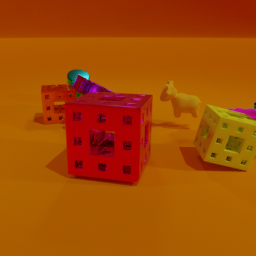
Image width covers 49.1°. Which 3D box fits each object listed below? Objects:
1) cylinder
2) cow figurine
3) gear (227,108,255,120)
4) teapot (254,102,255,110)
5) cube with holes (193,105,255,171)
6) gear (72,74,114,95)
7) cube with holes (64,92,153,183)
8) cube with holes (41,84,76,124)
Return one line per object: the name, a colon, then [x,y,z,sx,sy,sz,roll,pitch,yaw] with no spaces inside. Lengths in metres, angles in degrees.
cylinder: [-1.614,-1.415,9.057,0.705,0.705,0.705,7,47,-7]
cow figurine: [1.330,-0.730,7.066,1.014,0.998,0.557,3,45,21]
gear: [3.128,-0.235,6.941,1.392,0.257,1.392,3,15,-1]
teapot: [2.724,-0.445,5.285,0.640,1.307,0.812,2,60,25]
cube with holes: [1.875,0.158,5.337,0.861,0.861,0.861,13,18,-5]
gear: [-0.418,-0.731,7.347,2.097,0.388,2.097,27,6,-3]
cube with holes: [-0.283,0.080,5.132,1.261,1.261,1.261,4,17,12]
cube with holes: [-1.957,-0.705,7.988,0.909,0.909,0.909,-5,20,-14]
